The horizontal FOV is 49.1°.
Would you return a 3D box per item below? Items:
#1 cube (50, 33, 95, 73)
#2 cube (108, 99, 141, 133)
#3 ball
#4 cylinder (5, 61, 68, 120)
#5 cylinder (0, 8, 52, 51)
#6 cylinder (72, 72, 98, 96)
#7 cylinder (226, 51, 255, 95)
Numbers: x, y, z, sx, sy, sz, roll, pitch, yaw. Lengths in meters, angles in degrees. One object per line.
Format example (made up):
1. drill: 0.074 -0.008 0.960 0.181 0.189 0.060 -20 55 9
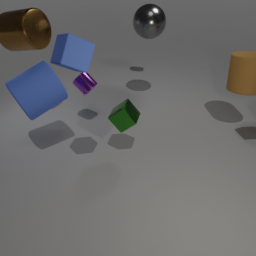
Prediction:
1. cube: -1.310 -1.752 6.591 0.700 0.700 0.700 13 6 -37
2. cube: -0.116 -0.408 9.290 0.700 0.700 0.700 -31 20 30
3. ball: 0.904 -4.474 11.792 1.400 1.400 1.400 0 32 0
4. cylinder: -2.867 -1.186 8.887 1.400 1.400 1.400 -35 42 -13
5. cylinder: -3.756 -3.525 10.126 1.400 1.400 1.400 5 31 26
6. cylinder: -1.651 -1.725 10.786 0.700 0.700 0.700 46 36 -9
7. cylinder: 4.565 -2.105 10.657 1.400 1.400 1.400 0 24 0
